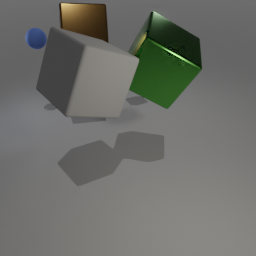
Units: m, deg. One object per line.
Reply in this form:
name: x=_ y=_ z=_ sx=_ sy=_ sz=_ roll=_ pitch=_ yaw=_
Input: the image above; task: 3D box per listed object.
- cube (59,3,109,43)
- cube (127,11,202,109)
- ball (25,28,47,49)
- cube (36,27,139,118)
cube: x=-1.440 y=-3.028 z=8.988 sx=1.400 sy=1.400 sz=1.400 roll=-4 pitch=2 yaw=-13
cube: x=0.768 y=-1.605 z=6.716 sx=1.400 sy=1.400 sz=1.400 roll=25 pitch=43 yaw=-13
ball: x=-3.158 y=-3.073 z=9.632 sx=0.700 sy=0.700 sz=0.700 roll=0 pitch=30 yaw=0
cube: x=-0.888 y=-1.137 z=5.958 sx=1.400 sy=1.400 sz=1.400 roll=-1 pitch=29 yaw=-45
